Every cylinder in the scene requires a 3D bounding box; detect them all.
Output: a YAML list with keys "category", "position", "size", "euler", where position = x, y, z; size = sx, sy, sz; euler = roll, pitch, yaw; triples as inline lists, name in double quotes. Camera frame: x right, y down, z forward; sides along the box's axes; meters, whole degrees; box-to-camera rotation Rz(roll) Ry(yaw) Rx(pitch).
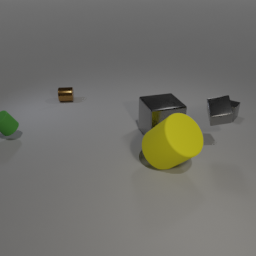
- category: "cylinder"
  position: [-4.576, -0.173, 10.426]
  size: [0.700, 0.700, 0.700]
  euler: [-16, 45, 17]
- category: "cylinder"
  position: [-3.070, -1.667, 13.883]
  size: [0.700, 0.700, 0.700]
  euler: [-3, 29, -5]
- category: "cylinder"
  position: [1.357, 0.445, 8.722]
  size: [1.400, 1.400, 1.400]
  euler: [13, 61, -24]

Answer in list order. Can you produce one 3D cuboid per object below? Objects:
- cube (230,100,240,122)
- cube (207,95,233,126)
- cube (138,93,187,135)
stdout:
- category: "cube"
  position: [4.408, -0.777, 12.253]
  size: [0.700, 0.700, 0.700]
  euler: [19, 34, 31]
- category: "cube"
  position: [3.017, -0.564, 9.242]
  size: [0.700, 0.700, 0.700]
  euler: [-9, 63, 12]
- category: "cube"
  position: [1.279, -0.395, 10.808]
  size: [1.400, 1.400, 1.400]
  euler: [-8, 30, -14]
